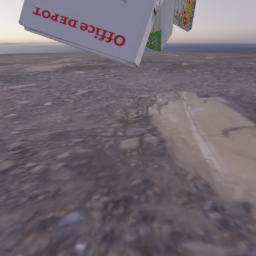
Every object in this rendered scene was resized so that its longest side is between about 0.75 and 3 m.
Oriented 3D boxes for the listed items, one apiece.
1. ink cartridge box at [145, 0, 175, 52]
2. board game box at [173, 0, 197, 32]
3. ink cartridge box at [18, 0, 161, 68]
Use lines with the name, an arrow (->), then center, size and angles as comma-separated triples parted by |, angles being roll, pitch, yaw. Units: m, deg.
ink cartridge box -> 0.079, -2.672, 6.296 | 1.813, 1.324, 0.764 | 24, 67, 18
board game box -> 1.538, -3.463, 7.995 | 0.205, 1.200, 0.807 | -37, 60, -22
ink cartridge box -> -0.308, -2.274, 4.075 | 1.723, 2.380, 0.999 | 19, 9, 3
